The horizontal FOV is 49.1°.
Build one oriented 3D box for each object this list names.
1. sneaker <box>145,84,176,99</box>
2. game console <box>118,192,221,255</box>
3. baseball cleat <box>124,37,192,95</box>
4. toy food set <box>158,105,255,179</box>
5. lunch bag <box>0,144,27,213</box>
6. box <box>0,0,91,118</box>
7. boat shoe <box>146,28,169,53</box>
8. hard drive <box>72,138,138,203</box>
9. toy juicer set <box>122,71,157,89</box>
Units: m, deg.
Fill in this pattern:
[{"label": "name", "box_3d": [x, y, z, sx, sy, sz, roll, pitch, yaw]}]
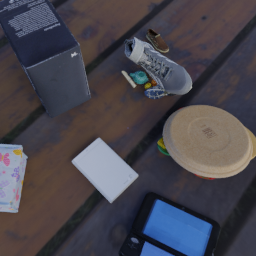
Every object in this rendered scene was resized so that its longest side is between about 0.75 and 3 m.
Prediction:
[{"label": "sneaker", "box_3d": [1.159, -1.370, 9.931, 1.214, 0.468, 0.517, -7, 52, -9]}, {"label": "game console", "box_3d": [1.193, 2.897, 7.280, 2.319, 2.040, 1.350, 22, 94, 11]}, {"label": "baseball cleat", "box_3d": [0.821, -2.060, 9.322, 2.828, 1.505, 0.986, 45, 115, 33]}, {"label": "toy food set", "box_3d": [2.438, 0.326, 8.711, 2.838, 0.690, 2.809, -36, 62, -27]}, {"label": "lunch bag", "box_3d": [-4.157, 1.402, 8.003, 2.137, 1.358, 1.812, 4, 64, -10]}, {"label": "box", "box_3d": [-2.660, -2.322, 9.043, 1.652, 2.767, 2.813, -29, 67, -14]}, {"label": "boat shoe", "box_3d": [1.131, -3.424, 10.905, 0.445, 0.446, 1.206, -38, 69, -17]}, {"label": "hard drive", "box_3d": [-0.720, 1.265, 8.676, 1.170, 0.233, 1.773, -42, 70, -18]}, {"label": "toy juicer set", "box_3d": [0.478, -1.707, 10.105, 1.327, 0.361, 0.844, -10, 69, -17]}]
